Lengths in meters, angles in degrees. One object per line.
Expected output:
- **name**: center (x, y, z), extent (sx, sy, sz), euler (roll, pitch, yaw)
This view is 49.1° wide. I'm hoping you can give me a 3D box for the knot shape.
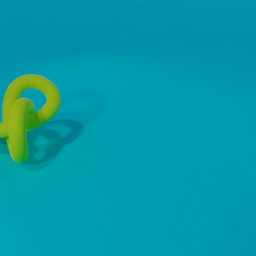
- **knot shape**: center (-2.364, -0.124, 6.071), extent (2.047, 0.946, 1.916), euler (-41, 38, 10)
